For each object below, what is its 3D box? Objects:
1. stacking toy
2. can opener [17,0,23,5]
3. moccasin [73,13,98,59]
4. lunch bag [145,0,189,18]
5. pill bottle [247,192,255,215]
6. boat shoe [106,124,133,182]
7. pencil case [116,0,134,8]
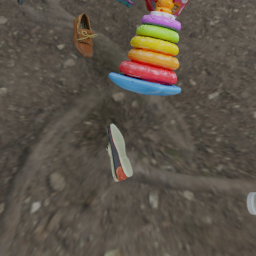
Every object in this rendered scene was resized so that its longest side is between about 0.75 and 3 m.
[{"bbox_3d":[0.700,-2.234,6.825,1.607,2.768,1.519,19,15,26],"label":"stacking toy"},{"bbox_3d":[-3.315,-4.297,8.927,0.267,0.798,0.213,-19,69,-41],"label":"can opener"},{"bbox_3d":[-0.912,-1.980,5.993,0.409,0.432,1.119,16,55,-35],"label":"moccasin"},{"bbox_3d":[0.991,-4.253,8.081,0.867,1.864,2.116,-9,63,-32],"label":"lunch bag"},{"bbox_3d":[2.934,1.523,5.572,0.954,0.552,0.552,-11,45,45],"label":"pill bottle"},{"bbox_3d":[-0.267,0.517,6.021,0.391,0.445,1.250,-27,70,25],"label":"boat shoe"},{"bbox_3d":[-0.261,-4.417,9.287,1.156,0.492,0.534,-1,40,-50],"label":"pencil case"}]
